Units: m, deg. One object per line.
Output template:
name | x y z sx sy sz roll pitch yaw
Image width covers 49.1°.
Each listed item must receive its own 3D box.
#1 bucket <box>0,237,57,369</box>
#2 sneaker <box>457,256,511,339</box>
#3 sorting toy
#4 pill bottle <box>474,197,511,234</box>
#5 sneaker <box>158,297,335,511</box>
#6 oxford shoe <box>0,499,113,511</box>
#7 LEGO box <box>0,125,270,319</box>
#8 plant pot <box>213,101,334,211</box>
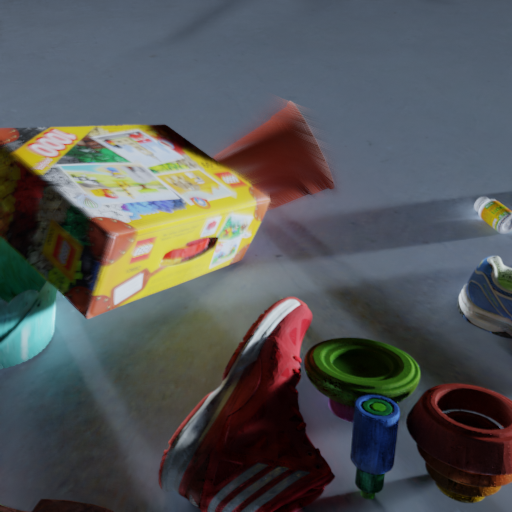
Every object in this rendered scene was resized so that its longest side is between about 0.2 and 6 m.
bucket | -3.986 0.613 8.355 2.113 1.375 2.113 7 30 -4
sneaker | 4.549 0.882 8.469 2.820 1.086 1.068 19 39 21
sorting toy | 1.790 2.150 6.957 1.795 1.226 2.987 -15 25 -43
pill bottle | 4.788 -0.844 11.256 0.462 0.462 0.832 -13 39 -17
sneaker | 0.362 2.023 7.141 1.811 1.228 3.135 26 56 18
oxford shoe | -2.884 3.102 5.588 2.970 1.051 1.096 -1 39 0
LEGO box | -2.000 -0.825 9.005 2.751 1.426 3.694 37 30 20
plant pot | 0.275 -1.761 11.138 1.865 1.918 1.918 -27 39 4
